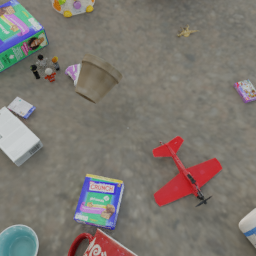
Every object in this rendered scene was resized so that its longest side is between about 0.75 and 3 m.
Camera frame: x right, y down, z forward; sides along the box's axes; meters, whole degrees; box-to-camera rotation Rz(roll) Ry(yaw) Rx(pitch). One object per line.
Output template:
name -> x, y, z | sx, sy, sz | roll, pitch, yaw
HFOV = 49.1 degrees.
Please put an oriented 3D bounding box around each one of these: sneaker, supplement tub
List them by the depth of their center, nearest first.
supplement tub -> 4.185, 3.019, 7.198 | 1.507, 1.507, 2.285 | -31, 66, -15
sneaker -> -2.055, -1.921, 10.447 | 0.598, 0.380, 1.049 | -6, 55, 3

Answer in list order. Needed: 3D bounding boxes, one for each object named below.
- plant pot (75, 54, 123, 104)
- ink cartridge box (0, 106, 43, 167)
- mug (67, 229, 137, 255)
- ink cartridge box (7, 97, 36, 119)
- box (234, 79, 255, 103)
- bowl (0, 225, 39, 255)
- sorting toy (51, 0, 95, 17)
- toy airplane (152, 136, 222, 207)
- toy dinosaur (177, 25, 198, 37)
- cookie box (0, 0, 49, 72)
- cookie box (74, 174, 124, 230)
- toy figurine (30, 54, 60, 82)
plant pot -> -1.022, -1.441, 8.747 | 1.350, 1.350, 1.171 | 27, 85, 13
ink cartridge box -> -3.829, 0.246, 9.227 | 1.908, 0.481, 1.040 | 39, 69, 20
mug -> -0.865, 3.783, 7.145 | 1.344, 1.788, 2.014 | 41, 70, -20
ink cartridge box -> -3.728, -0.691, 9.877 | 0.896, 0.188, 0.535 | 27, 66, 17
box -> 4.331, -1.352, 10.229 | 0.574, 0.164, 0.839 | -17, 64, -8
bowl -> -2.930, 3.271, 7.560 | 1.185, 0.620, 1.185 | 0, 62, 1
sorting toy -> -2.285, -5.710, 11.610 | 1.944, 1.750, 1.038 | -18, 64, -9
toy airplane -> 1.712, 1.265, 8.700 | 2.472, 0.455, 2.472 | 0, 63, 0
toy dinosaur -> 2.448, -4.007, 11.615 | 0.941, 0.274, 0.476 | -13, 79, 1
cookie box -> -4.825, -3.569, 10.925 | 2.554, 0.960, 2.185 | -38, 70, -17
cookie box -> -0.819, 2.141, 8.206 | 1.158, 0.509, 1.354 | 10, 62, 7
toy figurine -> -3.070, -2.259, 10.431 | 0.932, 0.649, 0.918 | 15, 64, 8
